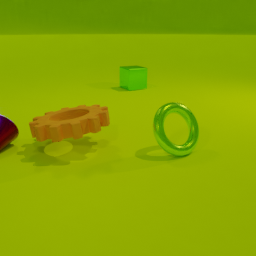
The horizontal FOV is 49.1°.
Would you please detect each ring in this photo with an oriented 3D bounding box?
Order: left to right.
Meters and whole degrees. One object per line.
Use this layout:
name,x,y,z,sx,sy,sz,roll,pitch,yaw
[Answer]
ring,1.132,0.021,6.502,1.276,1.276,0.255,-12,-6,-30

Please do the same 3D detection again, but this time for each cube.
cube,0.244,-2.360,13.133,0.981,0.981,0.981,-10,23,-27

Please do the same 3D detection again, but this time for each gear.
gear,-1.369,-0.161,6.705,1.845,0.341,1.845,-7,18,2

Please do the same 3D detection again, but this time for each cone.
cone,-3.179,0.396,6.424,1.048,1.048,1.052,0,47,-1
